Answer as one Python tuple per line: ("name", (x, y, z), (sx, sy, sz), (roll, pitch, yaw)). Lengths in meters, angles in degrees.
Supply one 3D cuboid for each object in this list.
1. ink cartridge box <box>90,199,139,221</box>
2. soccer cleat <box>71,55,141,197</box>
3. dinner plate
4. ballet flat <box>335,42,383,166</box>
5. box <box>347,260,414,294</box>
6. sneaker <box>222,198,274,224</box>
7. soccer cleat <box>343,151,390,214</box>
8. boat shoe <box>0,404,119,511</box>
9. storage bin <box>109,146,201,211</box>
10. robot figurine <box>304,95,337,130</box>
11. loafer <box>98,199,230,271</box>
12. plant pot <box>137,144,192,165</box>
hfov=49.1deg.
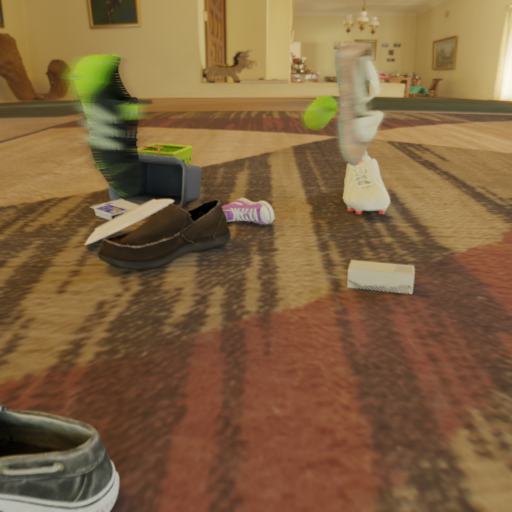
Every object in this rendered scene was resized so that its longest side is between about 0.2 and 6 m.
("ink cartridge box", (-3.596, -1.186, 14.472), (1.005, 0.236, 0.993), (17, 28, 41))
("soccer cleat", (-2.097, -1.916, 8.397), (0.861, 2.125, 0.717), (-2, 22, 32))
("dinner plate", (-2.785, -0.805, 12.146), (2.131, 0.258, 2.131), (-26, 11, 5))
("ballet flat", (1.699, -2.464, 9.159), (0.671, 1.994, 0.679), (5, 22, 40))
("box", (2.236, 0.374, 10.058), (1.149, 0.393, 0.472), (5, 21, 15))
("sneaker", (-0.292, -0.981, 13.582), (0.889, 0.565, 1.558), (-22, 21, -32))
("soccer cleat", (2.895, -2.024, 15.180), (1.142, 1.278, 3.296), (1, 21, 2))
("boat shoe", (-2.668, 1.787, 5.409), (2.856, 1.013, 1.030), (4, 21, 9))
("storage bin", (-2.640, -2.163, 15.388), (2.285, 1.663, 1.535), (7, 12, 19))
("robot figurine", (1.333, -2.989, 11.741), (0.875, 0.506, 0.768), (-53, 12, -30))
("loafer", (-1.869, -0.549, 11.504), (1.120, 1.095, 3.068), (19, 28, 41))
("plant pot", (-2.771, -2.666, 16.954), (1.358, 1.233, 1.352), (7, 21, 18))
